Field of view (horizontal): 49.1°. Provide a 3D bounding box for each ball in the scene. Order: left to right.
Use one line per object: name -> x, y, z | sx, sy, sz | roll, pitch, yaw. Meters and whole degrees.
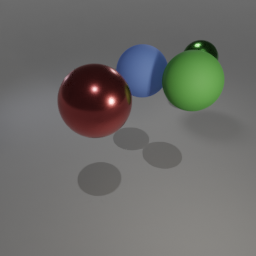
ball -> -0.619, -0.507, 5.308 | 1.400, 1.400, 1.400 | 0, 32, 0
ball -> 0.381, -1.524, 7.534 | 1.400, 1.400, 1.400 | 0, 32, 0
ball -> 1.490, -1.085, 6.479 | 1.400, 1.400, 1.400 | 0, 32, 0
ball -> 2.816, -2.719, 10.975 | 1.400, 1.400, 1.400 | 0, 32, 0
